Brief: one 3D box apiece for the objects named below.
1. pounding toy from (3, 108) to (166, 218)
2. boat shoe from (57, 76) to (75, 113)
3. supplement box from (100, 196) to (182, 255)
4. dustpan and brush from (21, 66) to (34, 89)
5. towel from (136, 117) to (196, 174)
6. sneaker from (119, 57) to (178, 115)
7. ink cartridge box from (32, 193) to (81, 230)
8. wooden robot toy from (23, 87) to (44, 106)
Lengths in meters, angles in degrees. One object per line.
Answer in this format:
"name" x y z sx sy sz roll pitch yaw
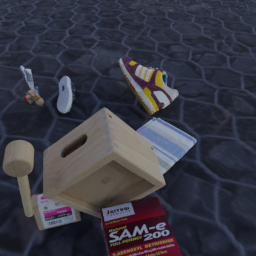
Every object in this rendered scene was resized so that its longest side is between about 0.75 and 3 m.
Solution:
"pounding toy" -1.091 0.699 5.449 2.401 2.733 1.251 -34 45 20
"boat shoe" -1.979 -1.080 9.295 0.575 0.474 1.674 -32 44 23
"supplement box" 0.321 2.457 5.025 1.261 0.705 2.317 -10 41 -12
"dustpan and brush" -3.493 -1.847 9.664 0.302 0.736 1.054 -12 50 -18
"towel" 0.693 0.548 7.623 1.543 0.250 2.100 31 50 30
"sneaker" 0.644 -1.614 9.322 1.190 0.989 2.640 -30 57 0
"ink cartridge box" -1.487 1.686 5.877 0.903 0.744 0.339 -11 33 -11
"wooden robot toy" -2.938 -0.885 8.890 0.534 0.550 1.212 -37 7 -15
